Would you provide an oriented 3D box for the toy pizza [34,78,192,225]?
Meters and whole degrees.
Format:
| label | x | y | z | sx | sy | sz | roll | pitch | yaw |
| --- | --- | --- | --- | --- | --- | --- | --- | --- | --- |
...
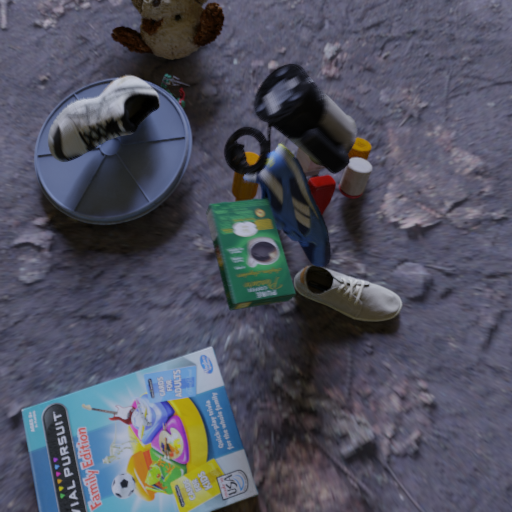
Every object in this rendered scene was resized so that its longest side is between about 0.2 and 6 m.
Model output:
| label | x | y | z | sx | sy | sz | roll | pitch | yaw |
| --- | --- | --- | --- | --- | --- | --- | --- | --- | --- |
| toy pizza | -2.520 | -1.860 | 9.970 | 2.842 | 0.450 | 2.842 | -2 | 73 | 5 |

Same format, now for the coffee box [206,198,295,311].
| label | x | y | z | sx | sy | sz | roll | pitch | yaw |
| --- | --- | --- | --- | --- | --- | --- | --- | --- | --- |
| coffee box | -0.090 | -0.037 | 7.175 | 0.857 | 0.307 | 1.395 | -9 | 71 | -23 |

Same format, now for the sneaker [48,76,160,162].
| label | x | y | z | sx | sy | sz | roll | pitch | yaw |
| --- | --- | --- | --- | --- | --- | --- | --- | --- | --- |
| sneaker | -2.494 | -2.239 | 9.250 | 2.030 | 0.768 | 0.890 | -44 | 51 | -14 |

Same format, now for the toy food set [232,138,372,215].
| label | x | y | z | sx | sy | sz | roll | pitch | yaw |
| --- | --- | --- | --- | --- | --- | --- | --- | --- | --- |
| toy food set | 0.896 | -1.192 | 9.672 | 2.546 | 1.146 | 1.216 | -15 | 53 | -25 |

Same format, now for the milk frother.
| label | x | y | z | sx | sy | sz | roll | pitch | yaw |
| --- | --- | --- | --- | --- | --- | --- | --- | --- | --- |
| milk frother | 0.472 | -1.627 | 7.799 | 1.441 | 1.356 | 1.301 | -20 | 59 | 33 |

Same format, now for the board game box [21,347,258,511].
| label | x | y | z | sx | sy | sz | roll | pitch | yaw |
| --- | --- | --- | --- | --- | --- | --- | --- | --- | --- |
| board game box | -1.649 | 2.805 | 7.987 | 2.851 | 0.669 | 2.152 | -18 | 68 | -7 |

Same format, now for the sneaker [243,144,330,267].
| label | x | y | z | sx | sy | sz | roll | pitch | yaw |
| --- | --- | --- | --- | --- | --- | --- | --- | --- | --- |
| sneaker | 0.493 | -0.637 | 8.439 | 0.818 | 0.736 | 1.990 | -29 | 107 | -8 |

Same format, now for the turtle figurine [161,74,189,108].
| label | x | y | z | sx | sy | sz | roll | pitch | yaw |
| --- | --- | --- | --- | --- | --- | --- | --- | --- | --- |
| turtle figurine | -1.780 | -2.852 | 10.413 | 1.196 | 0.602 | 0.895 | 4 | 87 | 11 |

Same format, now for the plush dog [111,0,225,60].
| label | x | y | z | sx | sy | sz | roll | pitch | yaw |
| --- | --- | --- | --- | --- | --- | --- | --- | --- | --- |
| plush dog | -1.680 | -4.898 | 10.884 | 2.558 | 2.053 | 2.198 | -6 | 83 | 18 |

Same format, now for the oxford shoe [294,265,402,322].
| label | x | y | z | sx | sy | sz | roll | pitch | yaw |
| --- | --- | --- | --- | --- | --- | --- | --- | --- | --- |
| oxford shoe | 1.478 | 0.595 | 9.015 | 1.778 | 0.513 | 0.668 | 18 | 65 | 5 |
